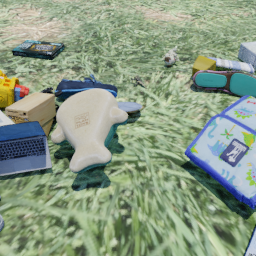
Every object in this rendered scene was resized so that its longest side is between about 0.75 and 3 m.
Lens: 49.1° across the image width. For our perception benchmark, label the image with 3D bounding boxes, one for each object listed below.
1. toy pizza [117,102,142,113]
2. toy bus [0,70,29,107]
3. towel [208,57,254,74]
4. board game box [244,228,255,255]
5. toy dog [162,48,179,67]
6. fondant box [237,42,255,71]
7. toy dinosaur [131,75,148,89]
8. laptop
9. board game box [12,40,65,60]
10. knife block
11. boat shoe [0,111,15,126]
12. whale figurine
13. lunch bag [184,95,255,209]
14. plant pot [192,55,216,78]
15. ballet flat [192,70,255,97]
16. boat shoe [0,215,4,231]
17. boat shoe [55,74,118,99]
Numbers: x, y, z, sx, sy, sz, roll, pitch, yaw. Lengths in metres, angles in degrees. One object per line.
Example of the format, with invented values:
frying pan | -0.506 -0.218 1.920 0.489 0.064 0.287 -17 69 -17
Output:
toy pizza | -0.215 -0.659 9.549 1.389 0.220 1.389 -1 16 0
toy bus | -4.419 -1.442 10.152 1.603 1.133 1.670 3 34 -18
towel | 4.335 -2.669 11.942 1.905 0.227 1.399 12 26 10
board game box | 3.206 2.662 5.547 1.552 0.338 1.560 24 45 27
toy dog | 1.884 -3.125 12.569 0.797 0.574 0.822 -2 38 17
fondant box | 6.319 -2.992 12.250 1.817 0.734 2.519 -9 41 -11
toy dinosaur | 0.383 -1.871 11.271 0.466 0.251 1.056 -9 43 -21
laptop | -2.703 0.539 6.874 1.354 1.446 0.838 -8 13 -7
board game box | -4.332 -3.835 13.646 2.087 0.294 1.412 9 40 12
knife block | -2.715 -0.773 8.672 0.684 2.138 1.877 7 69 10
boat shoe | -3.853 0.214 8.084 2.633 0.902 0.948 41 29 9
whale figurine | -0.989 0.168 7.793 2.234 1.457 2.808 -19 44 5
lunch bag | 3.122 0.568 7.240 2.585 1.647 2.198 -33 47 -19
plant pot | 3.057 -2.367 11.499 0.806 0.806 0.711 29 59 31
ballet flat | 3.837 -1.789 10.764 2.668 0.922 0.949 9 20 12
boat shoe | -3.717 1.981 6.038 1.840 0.785 0.680 -1 39 -1
boat shoe | -1.502 -1.528 10.080 2.335 0.983 0.802 6 65 8
